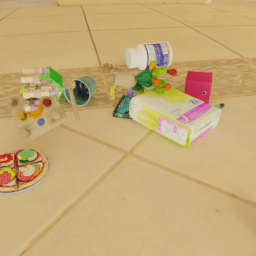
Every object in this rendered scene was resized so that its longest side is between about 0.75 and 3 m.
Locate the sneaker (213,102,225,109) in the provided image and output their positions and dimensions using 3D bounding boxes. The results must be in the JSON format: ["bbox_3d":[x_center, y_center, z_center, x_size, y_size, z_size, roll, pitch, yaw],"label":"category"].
[{"bbox_3d":[3.725,-0.695,11.692,0.997,0.374,0.575,-21,42,-13],"label":"sneaker"}]

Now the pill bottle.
[{"bbox_3d":[1.138,-4.030,15.748,2.385,1.427,1.427,-10,34,-14],"label":"pill bottle"}]

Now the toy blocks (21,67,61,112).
[{"bbox_3d":[-2.483,-1.084,8.141,1.012,1.203,1.124,-5,27,-15],"label":"toy blocks"}]

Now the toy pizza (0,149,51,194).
[{"bbox_3d":[-3.476,1.230,8.721,2.053,0.325,2.053,0,33,0],"label":"toy pizza"}]

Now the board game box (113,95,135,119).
[{"bbox_3d":[0.111,-0.916,12.087,1.128,0.235,1.668,8,34,11],"label":"board game box"}]

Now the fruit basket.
[{"bbox_3d":[-3.905,-1.741,12.732,1.975,1.425,1.975,-32,38,29],"label":"fruit basket"}]

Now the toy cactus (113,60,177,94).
[{"bbox_3d":[0.527,-1.967,10.939,2.189,1.357,2.653,2,1,-18],"label":"toy cactus"}]

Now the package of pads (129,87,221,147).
[{"bbox_3d":[1.723,-0.565,10.747,2.868,0.978,2.216,30,41,33],"label":"package of pads"}]

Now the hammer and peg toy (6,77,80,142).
[{"bbox_3d":[-2.686,-0.709,9.168,2.299,0.811,1.691,-28,76,3],"label":"hammer and peg toy"}]

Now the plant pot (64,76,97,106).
[{"bbox_3d":[-2.042,-1.753,12.606,1.238,1.238,1.213,9,26,13],"label":"plant pot"}]

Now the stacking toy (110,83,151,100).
[{"bbox_3d":[0.122,-1.859,12.953,1.769,0.551,2.347,1,23,0],"label":"stacking toy"}]

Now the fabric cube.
[{"bbox_3d":[3.181,-1.857,12.717,1.135,1.117,1.139,8,35,12],"label":"fabric cube"}]

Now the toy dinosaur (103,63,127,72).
[{"bbox_3d":[-0.855,-3.491,15.823,1.574,0.458,0.796,20,37,28],"label":"toy dinosaur"}]
